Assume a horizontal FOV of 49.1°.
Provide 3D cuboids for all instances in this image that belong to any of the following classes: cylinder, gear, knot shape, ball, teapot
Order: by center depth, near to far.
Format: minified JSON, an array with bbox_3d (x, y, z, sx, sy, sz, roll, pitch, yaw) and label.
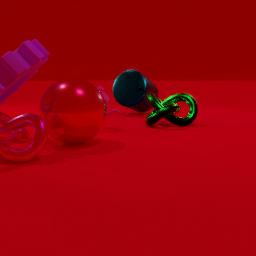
[{"bbox_3d":[-1.998,0.081,4.588,1.309,0.605,1.225,-7,24,-17],"label":"knot shape"},{"bbox_3d":[-2.333,-0.831,5.241,1.992,0.368,1.992,-39,16,14],"label":"gear"},{"bbox_3d":[-1.061,-0.329,5.470,1.289,1.289,1.289,0,10,0],"label":"ball"},{"bbox_3d":[-0.810,-0.703,7.021,1.430,0.700,0.889,43,20,12],"label":"teapot"},{"bbox_3d":[1.197,-0.517,7.674,1.420,0.701,1.517,1,28,6],"label":"knot shape"},{"bbox_3d":[0.289,-1.244,9.734,1.247,1.247,1.247,5,-4,26],"label":"cylinder"}]
